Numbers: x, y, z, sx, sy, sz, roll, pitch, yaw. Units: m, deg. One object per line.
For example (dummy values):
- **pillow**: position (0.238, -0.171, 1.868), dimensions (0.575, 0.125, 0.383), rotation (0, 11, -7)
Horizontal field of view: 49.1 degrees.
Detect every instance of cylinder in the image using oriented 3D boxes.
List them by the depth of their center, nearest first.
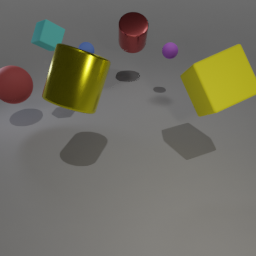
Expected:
- **cylinder**: position (-1.295, -1.226, 7.067), dimensions (1.400, 1.400, 1.400), rotation (18, 8, -3)
- **cylinder**: position (0.239, -4.619, 13.641), dimensions (1.400, 1.400, 1.400), rotation (1, 72, -2)

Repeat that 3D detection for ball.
- **ball**: position (-4.236, -1.589, 10.333), dimensions (1.400, 1.400, 1.400), rotation (0, 32, 0)
- **ball**: position (-1.806, -3.364, 12.131), dimensions (0.700, 0.700, 0.700), rotation (0, 32, 0)
- **ball**: position (1.853, -3.402, 12.330), dimensions (0.700, 0.700, 0.700), rotation (0, 32, 0)

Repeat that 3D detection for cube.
- **cube**: position (2.525, -1.264, 7.876), dimensions (1.400, 1.400, 1.400), rotation (-24, 0, -4)
- **cube**: position (-2.546, -2.927, 8.914), dimensions (0.700, 0.700, 0.700), rotation (18, -4, -42)
